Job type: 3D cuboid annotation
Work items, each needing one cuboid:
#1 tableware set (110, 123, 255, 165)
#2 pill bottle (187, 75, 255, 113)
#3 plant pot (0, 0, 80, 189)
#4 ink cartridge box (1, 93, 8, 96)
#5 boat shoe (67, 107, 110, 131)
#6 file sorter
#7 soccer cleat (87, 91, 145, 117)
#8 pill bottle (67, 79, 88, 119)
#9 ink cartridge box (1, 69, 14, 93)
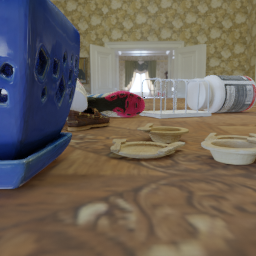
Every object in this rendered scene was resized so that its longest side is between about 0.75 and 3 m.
[{"bbox_3d":[1.128,0.203,4.793,2.748,0.319,2.295,3,8,18],"label":"tableware set"},{"bbox_3d":[4.343,-1.591,13.098,2.992,1.733,1.733,-3,8,-23],"label":"pill bottle"},{"bbox_3d":[-1.737,-0.391,3.330,2.085,1.874,2.085,1,7,2],"label":"plant pot"},{"bbox_3d":[-3.219,-0.389,6.891,2.620,0.574,2.645,-2,-4,-18],"label":"ink cartridge box"},{"bbox_3d":[-1.009,-0.282,7.605,0.573,0.573,1.629,2,6,27],"label":"boat shoe"},{"bbox_3d":[1.896,-1.210,11.221,2.378,1.481,1.650,-3,8,-24],"label":"file sorter"},{"bbox_3d":[-0.808,-0.914,10.643,2.904,1.014,1.254,-4,9,-24],"label":"soccer cleat"},{"bbox_3d":[-1.918,-1.040,8.781,1.149,1.149,2.027,-3,25,-19],"label":"pill bottle"},{"bbox_3d":[-3.779,-1.589,9.068,2.010,1.975,2.730,-5,1,-3],"label":"ink cartridge box"}]
